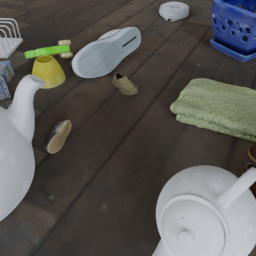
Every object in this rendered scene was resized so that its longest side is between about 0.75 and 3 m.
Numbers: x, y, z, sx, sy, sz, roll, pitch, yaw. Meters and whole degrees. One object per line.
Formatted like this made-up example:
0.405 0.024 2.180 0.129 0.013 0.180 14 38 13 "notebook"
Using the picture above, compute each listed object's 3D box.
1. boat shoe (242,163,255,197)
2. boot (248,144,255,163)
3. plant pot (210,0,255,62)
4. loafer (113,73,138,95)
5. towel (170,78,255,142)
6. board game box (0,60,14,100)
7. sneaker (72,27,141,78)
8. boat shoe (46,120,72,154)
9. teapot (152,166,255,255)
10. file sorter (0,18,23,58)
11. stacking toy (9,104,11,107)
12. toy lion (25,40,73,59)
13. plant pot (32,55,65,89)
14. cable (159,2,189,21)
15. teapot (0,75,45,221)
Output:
2.602 1.113 5.418 0.443 0.442 1.258 -7 40 -1 "boat shoe"
3.449 0.142 5.212 2.059 1.713 0.745 9 43 20 "boot"
4.081 -3.469 9.657 1.928 1.733 1.928 -25 46 -25 "plant pot"
-0.116 -1.299 8.213 0.406 0.360 1.069 -32 48 -26 "loafer"
2.586 -0.565 7.303 2.594 0.473 1.924 19 46 20 "towel"
-4.117 -1.374 8.185 1.692 0.522 1.693 -24 46 -24 "board game box"
-0.786 -2.463 9.244 1.045 1.078 2.952 7 35 44 "sneaker"
-1.664 0.192 6.556 0.333 0.369 1.027 1 44 22 "boat shoe"
1.064 1.351 4.074 1.647 1.668 1.218 -2 2 32 "teapot"
-4.623 -3.265 10.065 1.004 0.901 1.446 4 41 4 "file sorter"
-2.602 -0.117 6.860 0.545 0.577 0.994 -12 56 -8 "stacking toy"
-2.598 -2.483 9.147 1.507 0.540 1.572 -10 15 -10 "toy lion"
-2.466 -1.775 8.497 1.010 0.717 1.010 0 41 0 "plant pot"
2.093 -5.360 12.767 1.352 0.468 1.352 -18 45 -20 "cable"
-3.263 0.372 4.935 2.954 2.186 2.993 7 42 8 "teapot"
